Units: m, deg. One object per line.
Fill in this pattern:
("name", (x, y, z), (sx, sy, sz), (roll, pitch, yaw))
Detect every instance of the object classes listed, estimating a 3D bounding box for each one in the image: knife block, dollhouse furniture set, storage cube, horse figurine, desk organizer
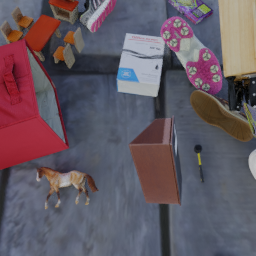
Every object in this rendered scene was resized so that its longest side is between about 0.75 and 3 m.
("knife block", (2.736, -1.636, 6.685), (0.821, 2.566, 2.253), (-5, 42, 30))
("dollhouse furniture set", (-2.778, -3.708, 9.833), (2.581, 1.330, 2.553), (22, 68, 9))
("storage cube", (-3.357, -0.489, 7.693), (2.506, 2.788, 2.383), (-18, 68, -1))
("horse figurine", (-1.710, 1.625, 7.967), (1.767, 0.441, 1.171), (-6, 66, -3))
("desk organizer", (0.679, 0.801, 6.152), (0.839, 2.178, 0.781), (-2, 44, 15))

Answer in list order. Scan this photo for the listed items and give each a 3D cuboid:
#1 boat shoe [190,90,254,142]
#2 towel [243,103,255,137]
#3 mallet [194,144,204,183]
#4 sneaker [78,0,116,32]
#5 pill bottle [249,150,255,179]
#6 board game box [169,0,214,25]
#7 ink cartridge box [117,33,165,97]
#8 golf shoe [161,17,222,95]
("boat shoe", (3.021, -0.481, 8.815), (2.296, 0.828, 0.826), (37, 40, 26))
("towel", (2.129, -0.038, 4.363), (0.856, 0.097, 0.615), (18, 51, -31))
("mallet", (2.151, 1.061, 8.373), (0.234, 0.374, 1.135), (-7, 81, 9))
("sneaker", (-1.148, -4.611, 10.531), (0.926, 0.781, 2.116), (30, 74, 6))
("pill bottle", (4.958, 0.684, 7.775), (2.745, 1.561, 1.561), (-28, 69, -12))
("board game box", (2.442, -4.747, 10.915), (0.935, 0.252, 1.558), (-34, 70, -18))
("ink cartridge box", (0.486, -2.355, 9.524), (1.385, 0.810, 2.388), (8, 66, 3))
("golf shoe", (2.239, -2.419, 9.414), (1.080, 1.313, 2.869), (-32, 92, 21))
